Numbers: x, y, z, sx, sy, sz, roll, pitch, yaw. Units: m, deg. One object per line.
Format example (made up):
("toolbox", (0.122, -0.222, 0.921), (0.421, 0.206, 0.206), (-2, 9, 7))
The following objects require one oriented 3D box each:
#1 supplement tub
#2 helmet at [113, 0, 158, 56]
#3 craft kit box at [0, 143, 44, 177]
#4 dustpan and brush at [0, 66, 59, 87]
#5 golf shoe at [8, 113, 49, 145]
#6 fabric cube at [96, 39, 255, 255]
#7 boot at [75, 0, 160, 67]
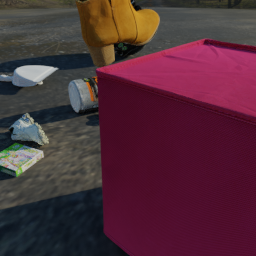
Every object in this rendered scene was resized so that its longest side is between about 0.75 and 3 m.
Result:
("supplement tub", (-0.970, -1.144, 9.086), (1.703, 1.043, 1.043), (-16, 32, -26))
("helmet", (-0.086, -5.279, 15.082), (2.835, 2.835, 2.702), (-22, 12, -36))
("craft kit box", (-2.594, 0.717, 6.502), (0.882, 0.214, 0.871), (13, 28, 22))
("dustpan and brush", (-4.330, -2.090, 11.448), (2.499, 0.715, 1.744), (12, 32, 8))
("golf shoe", (-2.604, 0.183, 7.285), (0.750, 0.604, 1.542), (-35, 35, -22))
("fabric cube", (1.505, 0.489, 4.108), (2.811, 2.856, 2.865), (23, 35, 37))
("boot", (-0.068, -2.350, 5.539), (0.772, 1.570, 2.193), (31, 60, 25))
